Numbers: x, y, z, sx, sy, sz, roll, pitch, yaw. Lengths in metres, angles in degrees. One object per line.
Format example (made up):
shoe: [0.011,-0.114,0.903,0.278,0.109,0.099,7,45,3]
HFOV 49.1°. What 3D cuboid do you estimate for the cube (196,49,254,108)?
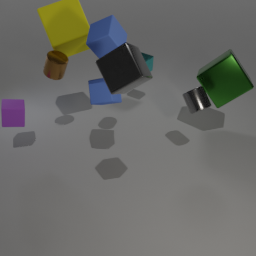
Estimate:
cube: [3.498,-1.813,10.186,1.400,1.400,1.400,-33,9,27]

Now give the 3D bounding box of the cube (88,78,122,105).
cube: [-0.661,-1.061,8.179,0.700,0.700,0.700,-6,1,22]

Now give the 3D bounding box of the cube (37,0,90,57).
cube: [-2.142,-3.453,9.829,1.400,1.400,1.400,-23,-2,-7]

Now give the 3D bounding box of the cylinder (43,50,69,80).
cylinder: [-2.384,-2.066,9.239,0.700,0.700,0.700,16,45,-16]

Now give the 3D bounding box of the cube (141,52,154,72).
cube: [0.648,-2.848,12.442,0.700,0.700,0.700,25,45,27]

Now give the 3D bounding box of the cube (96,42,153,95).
cube: [-0.056,-1.108,5.337,0.700,0.700,0.700,-26,-1,22]

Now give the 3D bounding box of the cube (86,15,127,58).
cube: [-0.516,-2.215,6.968,0.700,0.700,0.700,-11,57,29]

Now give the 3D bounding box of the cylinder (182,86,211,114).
cylinder: [2.171,-0.877,8.843,0.700,0.700,0.700,-23,-2,-1]

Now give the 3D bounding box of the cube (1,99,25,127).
cube: [-3.812,-0.499,9.309,0.700,0.700,0.700,-1,32,-22]
